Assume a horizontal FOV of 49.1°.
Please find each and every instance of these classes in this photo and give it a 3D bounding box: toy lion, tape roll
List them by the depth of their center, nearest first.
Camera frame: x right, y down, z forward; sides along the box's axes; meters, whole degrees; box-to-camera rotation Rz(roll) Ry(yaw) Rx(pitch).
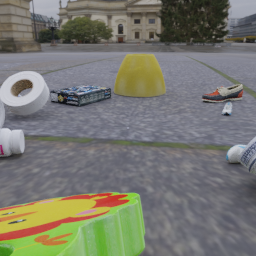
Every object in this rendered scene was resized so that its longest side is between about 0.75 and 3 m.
[{"bbox_3d":[-1.053,0.915,1.940,2.763,0.990,2.882,-6,-7,-23],"label":"toy lion"},{"bbox_3d":[-3.105,-1.067,8.429,1.368,0.478,1.368,-3,58,5],"label":"tape roll"}]

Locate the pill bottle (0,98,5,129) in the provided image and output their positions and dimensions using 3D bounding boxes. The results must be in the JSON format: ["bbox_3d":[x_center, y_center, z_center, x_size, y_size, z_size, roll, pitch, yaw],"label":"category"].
[{"bbox_3d":[-3.952,-0.320,6.449,1.855,1.075,1.075,-2,17,11],"label":"pill bottle"}]

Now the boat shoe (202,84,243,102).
[{"bbox_3d":[3.571,-1.306,10.555,1.774,0.555,0.631,-7,21,-17],"label":"boat shoe"}]

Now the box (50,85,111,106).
[{"bbox_3d":[-1.762,-1.277,10.648,1.470,0.425,1.849,12,21,32],"label":"box"}]

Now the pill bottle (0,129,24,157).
[{"bbox_3d":[-2.622,0.297,5.574,0.989,0.561,0.561,-4,18,-9],"label":"pill bottle"}]

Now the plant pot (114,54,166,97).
[{"bbox_3d":[0.515,-2.336,12.015,2.265,1.608,2.265,0,17,0],"label":"plant pot"}]

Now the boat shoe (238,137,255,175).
[{"bbox_3d":[2.886,0.505,4.600,2.724,1.002,0.890,-8,45,-35],"label":"boat shoe"}]

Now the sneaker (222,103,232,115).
[{"bbox_3d":[3.133,-0.625,8.817,0.286,0.331,0.763,9,21,22],"label":"sneaker"}]

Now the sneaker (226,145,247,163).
[{"bbox_3d":[2.273,0.512,5.311,0.854,0.327,0.345,-7,21,-14],"label":"sneaker"}]

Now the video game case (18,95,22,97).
[{"bbox_3d":[-4.781,-1.106,10.624,1.401,0.126,1.003,-12,21,-31],"label":"video game case"}]
